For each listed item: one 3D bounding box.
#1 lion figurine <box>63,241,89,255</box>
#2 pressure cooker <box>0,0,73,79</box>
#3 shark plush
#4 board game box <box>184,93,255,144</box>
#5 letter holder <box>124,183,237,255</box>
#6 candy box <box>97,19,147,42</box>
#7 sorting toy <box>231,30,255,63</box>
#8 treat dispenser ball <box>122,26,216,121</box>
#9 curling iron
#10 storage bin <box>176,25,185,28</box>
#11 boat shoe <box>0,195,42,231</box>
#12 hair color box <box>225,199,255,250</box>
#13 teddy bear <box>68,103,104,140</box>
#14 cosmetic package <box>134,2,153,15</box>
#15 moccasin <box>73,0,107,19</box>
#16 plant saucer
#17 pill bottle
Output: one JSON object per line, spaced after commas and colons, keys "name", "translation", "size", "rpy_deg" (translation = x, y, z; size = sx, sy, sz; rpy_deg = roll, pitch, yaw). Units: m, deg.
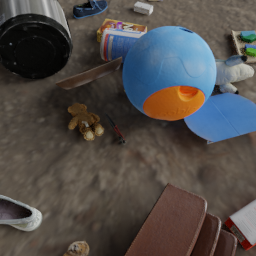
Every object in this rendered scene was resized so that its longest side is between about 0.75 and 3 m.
{"name": "lion figurine", "translation": [-1.193, 3.199, 5.997], "size": [0.847, 0.501, 1.383], "rpy_deg": [-6, 67, -14]}
{"name": "pressure cooker", "translation": [-3.279, -3.432, 9.539], "size": [2.479, 2.518, 2.819], "rpy_deg": [-16, 56, -8]}
{"name": "shark plush", "translation": [2.787, -1.911, 9.730], "size": [2.942, 1.337, 1.226], "rpy_deg": [1, 28, 21]}
{"name": "board game box", "translation": [2.825, -0.243, 8.481], "size": [2.319, 0.452, 1.832], "rpy_deg": [-14, 44, -9]}
{"name": "letter holder", "translation": [1.051, 2.668, 5.601], "size": [1.743, 1.233, 2.452], "rpy_deg": [19, 55, 31]}
{"name": "candy box", "translation": [-0.230, -3.692, 10.999], "size": [1.743, 0.492, 1.017], "rpy_deg": [15, 54, 9]}
{"name": "sorting toy", "translation": [5.080, -3.206, 10.713], "size": [1.986, 0.362, 1.839], "rpy_deg": [2, 54, 1]}
{"name": "treat dispenser ball", "translation": [1.134, -1.505, 7.922], "size": [2.600, 2.600, 2.600], "rpy_deg": [0, 54, 0]}
{"name": "curling iron", "translation": [-0.373, -0.002, 8.279], "size": [0.147, 0.286, 1.154], "rpy_deg": [-33, 73, 4]}
{"name": "storage bin", "translation": [1.807, -3.554, 10.825], "size": [0.654, 0.604, 0.899], "rpy_deg": [36, 61, 24]}
{"name": "boat shoe", "translation": [-3.067, 1.964, 6.732], "size": [1.983, 0.636, 0.731], "rpy_deg": [13, 55, 9]}
{"name": "hair color box", "translation": [3.191, 2.139, 6.708], "size": [1.537, 0.471, 0.780], "rpy_deg": [-25, 57, -16]}
{"name": "teddy bear", "translation": [-1.298, -0.162, 8.482], "size": [1.321, 0.441, 0.958], "rpy_deg": [34, 64, 15]}
{"name": "cosmetic package", "translation": [0.678, -5.244, 12.270], "size": [0.761, 0.282, 0.387], "rpy_deg": [21, 57, 16]}
{"name": "moccasin", "translation": [-1.593, -5.216, 12.070], "size": [1.634, 0.557, 0.657], "rpy_deg": [-32, 60, -21]}
{"name": "plant saucer", "translation": [-1.193, -1.709, 8.932], "size": [2.277, 0.365, 2.277], "rpy_deg": [-21, 14, 6]}
{"name": "pill bottle", "translation": [0.141, -2.854, 9.969], "size": [2.052, 1.152, 1.152], "rpy_deg": [10, 54, 8]}
